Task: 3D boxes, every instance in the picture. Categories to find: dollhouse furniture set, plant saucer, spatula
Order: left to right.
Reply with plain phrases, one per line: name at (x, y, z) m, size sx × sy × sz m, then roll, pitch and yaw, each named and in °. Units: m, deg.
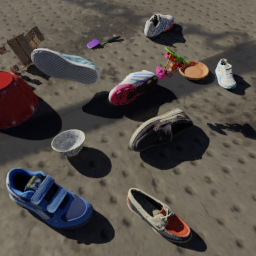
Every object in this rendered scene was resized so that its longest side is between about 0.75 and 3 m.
dollhouse furniture set at (-5.093, -3.428, 12.992) m, size 1.178 × 1.379 × 2.660 m, roll -9°, pitch 29°, yaw 51°
spatula at (-1.220, -4.509, 14.480) m, size 1.882 × 0.193 × 0.532 m, roll -20°, pitch 48°, yaw -19°
plant saucer at (2.953, -2.568, 12.637) m, size 1.303 × 0.244 × 1.303 m, roll 0°, pitch 48°, yaw 0°

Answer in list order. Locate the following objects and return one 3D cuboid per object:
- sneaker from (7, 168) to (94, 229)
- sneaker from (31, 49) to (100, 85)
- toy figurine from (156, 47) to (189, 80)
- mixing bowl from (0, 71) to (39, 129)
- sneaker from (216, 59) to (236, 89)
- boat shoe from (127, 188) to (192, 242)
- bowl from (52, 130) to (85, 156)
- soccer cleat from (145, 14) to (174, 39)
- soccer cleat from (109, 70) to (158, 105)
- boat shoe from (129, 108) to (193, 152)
sneaker at (-2.277, 1.929, 7.831) m, size 2.749 × 1.131 × 1.016 m, roll 17°, pitch 47°, yaw 14°
sneaker at (-2.455, -2.511, 11.263) m, size 2.699 × 0.997 × 1.106 m, roll 20°, pitch 26°, yaw -13°
toy figurine at (1.506, -2.201, 10.155) m, size 1.097 × 1.010 × 0.824 m, roll 22°, pitch 25°, yaw -30°
mixing bowl at (-4.838, -1.298, 10.720) m, size 2.463 × 1.334 × 2.463 m, roll -1°, pitch 46°, yaw 1°
sneaker at (4.239, -2.329, 12.131) m, size 0.622 × 0.657 × 1.627 m, roll -4°, pitch 48°, yaw -6°
boat shoe at (0.841, 2.375, 7.743) m, size 2.058 × 0.644 × 0.732 m, roll 30°, pitch 52°, yaw 23°
bowl at (-1.938, 0.600, 9.412) m, size 1.124 × 0.527 × 1.124 m, roll -7°, pitch 36°, yaw 5°
soccer cleat at (1.772, -5.688, 14.980) m, size 0.872 × 1.078 × 2.497 m, roll 27°, pitch 52°, yaw 23°
soccer cleat at (0.093, -1.690, 11.462) m, size 2.507 × 0.876 × 1.082 m, roll -27°, pitch 48°, yaw -30°
boat shoe at (1.212, 0.125, 9.669) m, size 2.603 × 0.936 × 0.844 m, roll -27°, pitch 47°, yaw -30°
